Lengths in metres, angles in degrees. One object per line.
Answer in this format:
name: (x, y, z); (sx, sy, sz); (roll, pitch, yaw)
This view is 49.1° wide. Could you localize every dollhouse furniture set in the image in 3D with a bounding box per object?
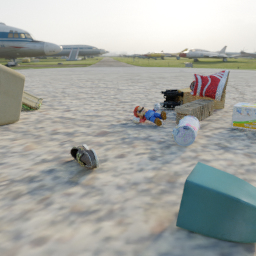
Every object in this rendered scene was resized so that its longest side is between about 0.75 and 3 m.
dollhouse furniture set: (-5.626, -1.242, 13.725); (2.517, 1.263, 1.649); (26, 16, -16)

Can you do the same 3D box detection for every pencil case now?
pencil case: (1.842, 0.067, 8.781); (0.708, 0.648, 1.560); (11, 18, 18)

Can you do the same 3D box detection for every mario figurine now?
mario figurine: (0.729, -0.577, 10.912); (0.921, 0.791, 1.491); (-14, 22, -40)

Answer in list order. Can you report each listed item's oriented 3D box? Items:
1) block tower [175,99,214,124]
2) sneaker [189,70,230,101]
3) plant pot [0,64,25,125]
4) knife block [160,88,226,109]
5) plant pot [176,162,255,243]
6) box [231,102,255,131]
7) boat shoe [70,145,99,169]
block tower: (2.753, -0.678, 11.452); (0.677, 0.724, 2.506); (11, 17, 35)
sneaker: (3.813, -2.147, 13.088); (1.573, 0.996, 2.797); (13, 30, 19)
plant pot: (-5.526, -1.427, 10.902); (2.414, 2.727, 2.724); (5, 10, -35)
knife block: (3.001, -1.363, 13.557); (2.767, 0.885, 2.429); (12, 20, 35)
plant pot: (1.512, 1.212, 4.407); (1.198, 0.846, 0.847); (16, 20, 23)
box: (4.700, -0.389, 10.108); (1.619, 0.821, 0.911); (10, 18, 32)
boat shoe: (-1.068, 0.705, 6.817); (0.406, 0.490, 1.364); (-8, 13, -23)
